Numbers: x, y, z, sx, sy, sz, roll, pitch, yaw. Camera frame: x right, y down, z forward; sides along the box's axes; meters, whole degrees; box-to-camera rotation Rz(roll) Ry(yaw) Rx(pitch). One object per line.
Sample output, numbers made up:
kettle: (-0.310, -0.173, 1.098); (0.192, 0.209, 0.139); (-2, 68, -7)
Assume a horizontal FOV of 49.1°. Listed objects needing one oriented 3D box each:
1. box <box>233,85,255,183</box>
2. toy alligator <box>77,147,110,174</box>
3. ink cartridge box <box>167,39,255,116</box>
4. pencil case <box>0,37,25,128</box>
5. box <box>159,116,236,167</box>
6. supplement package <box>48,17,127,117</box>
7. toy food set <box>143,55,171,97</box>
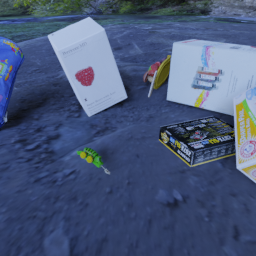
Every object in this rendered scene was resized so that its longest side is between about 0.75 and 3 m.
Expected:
box: (3.210, 0.078, 6.210); (1.119, 1.241, 2.207); (34, 47, -21)
toy alligator: (-0.770, 0.710, 6.603); (1.061, 0.288, 0.315); (28, 4, 26)
ink cartridge box: (3.216, -1.913, 10.082); (2.974, 2.151, 2.161); (18, 27, 28)
pencil case: (-3.980, -1.291, 8.397); (1.241, 2.858, 1.115); (13, -19, -12)
box: (2.104, 0.289, 7.761); (1.997, 0.493, 1.595); (-11, 29, -23)
supplement package: (-1.314, -2.034, 9.454); (1.583, 2.611, 1.564); (-28, 41, -8)
toy food set: (1.157, -2.356, 11.761); (0.706, 1.272, 2.162); (26, 42, 17)
